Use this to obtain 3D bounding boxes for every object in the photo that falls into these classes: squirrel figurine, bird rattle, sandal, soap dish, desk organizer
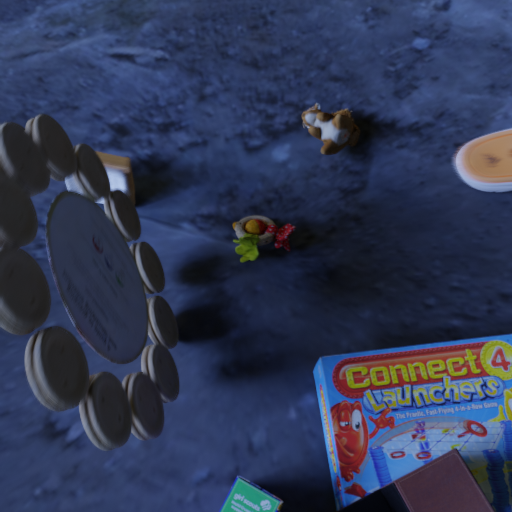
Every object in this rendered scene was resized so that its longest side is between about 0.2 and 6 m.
[{"bbox_3d":[1.187,-2.086,9.023,0.919,0.651,0.858,-8,36,-39],"label":"squirrel figurine"},{"bbox_3d":[0.067,-0.356,8.226,0.937,0.528,0.764,-25,50,-15],"label":"bird rattle"},{"bbox_3d":[4.878,-1.821,8.500,3.504,1.004,1.343,-15,67,-2],"label":"sandal"},{"bbox_3d":[-2.344,-1.187,8.421,1.059,0.833,0.430,13,54,6],"label":"soap dish"},{"bbox_3d":[1.243,2.881,5.638,2.252,0.807,0.867,-23,64,-11],"label":"desk organizer"}]

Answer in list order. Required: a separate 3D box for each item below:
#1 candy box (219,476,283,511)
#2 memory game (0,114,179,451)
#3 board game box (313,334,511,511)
[{"bbox_3d":[-0.299,3.237,5.994,0.587,1.288,1.524,24,67,13],"label":"candy box"},{"bbox_3d":[-1.756,0.257,6.178,0.239,3.750,3.750,-19,64,10],"label":"memory game"},{"bbox_3d":[2.186,2.381,6.722,2.599,0.726,2.544,-7,65,-3],"label":"board game box"}]
